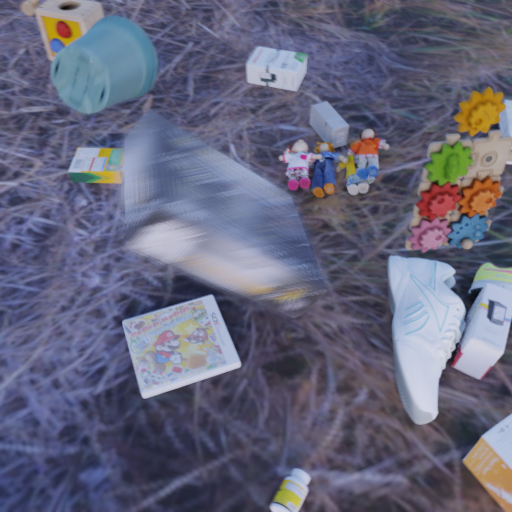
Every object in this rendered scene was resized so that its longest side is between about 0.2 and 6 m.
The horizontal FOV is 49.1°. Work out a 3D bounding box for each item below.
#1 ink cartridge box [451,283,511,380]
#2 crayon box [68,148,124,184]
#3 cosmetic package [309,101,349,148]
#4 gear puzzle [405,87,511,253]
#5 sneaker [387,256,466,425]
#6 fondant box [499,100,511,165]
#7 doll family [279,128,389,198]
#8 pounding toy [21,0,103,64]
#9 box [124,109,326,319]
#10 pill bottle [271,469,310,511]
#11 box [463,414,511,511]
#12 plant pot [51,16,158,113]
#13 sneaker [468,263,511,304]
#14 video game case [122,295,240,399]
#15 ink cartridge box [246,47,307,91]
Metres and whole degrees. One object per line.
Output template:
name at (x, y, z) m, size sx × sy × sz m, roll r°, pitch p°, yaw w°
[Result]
ink cartridge box at (3.506, 1.154, 8.610) m, size 0.509 × 0.878 × 1.190 m, roll 22°, pitch 51°, yaw 13°
crayon box at (-3.155, -1.876, 11.620) m, size 1.244 × 0.321 × 0.782 m, roll 1°, pitch 49°, yaw 2°
cosmetic package at (1.595, -2.893, 12.362) m, size 0.461 × 0.545 × 1.021 m, roll -20°, pitch 50°, yaw -17°
gear puzzle at (2.962, -1.070, 7.794) m, size 1.358 × 2.622 × 0.343 m, roll -6°, pitch 41°, yaw -8°
sneaker at (2.610, 1.106, 8.460) m, size 1.167 × 1.024 × 2.911 m, roll -2°, pitch 49°, yaw 12°
fondant box at (6.036, -2.640, 12.165) m, size 1.248 × 0.504 × 1.730 m, roll 9°, pitch 51°, yaw 7°
doll family at (1.617, -1.852, 11.364) m, size 2.196 × 0.990 × 1.363 m, roll -6°, pitch 54°, yaw 18°
pounding toy at (-5.034, -5.931, 14.063) m, size 2.203 × 1.936 × 1.008 m, roll 14°, pitch 51°, yaw 12°
box at (-0.457, -0.554, 7.684) m, size 2.777 × 0.671 × 2.199 m, roll 27°, pitch 31°, yaw -34°
pill bottle at (0.465, 3.100, 7.293) m, size 0.331 × 0.331 × 0.594 m, roll 24°, pitch 51°, yaw 19°
box at (3.491, 2.875, 7.114) m, size 0.695 × 0.887 × 1.426 m, roll -25°, pitch 54°, yaw -20°
plant pot at (-2.629, -3.175, 9.543) m, size 1.441 × 1.441 × 1.412 m, roll 13°, pitch 37°, yaw 11°
sneaker at (4.569, 0.535, 9.250) m, size 1.946 × 0.761 × 0.879 m, roll 14°, pitch 48°, yaw 12°
video game case at (-1.207, 1.385, 8.879) m, size 1.554 × 0.178 × 1.414 m, roll -16°, pitch 51°, yaw -13°
ink cartridge box at (0.506, -4.642, 13.875) m, size 1.302 × 0.541 × 0.954 m, roll 14°, pitch 51°, yaw 12°
